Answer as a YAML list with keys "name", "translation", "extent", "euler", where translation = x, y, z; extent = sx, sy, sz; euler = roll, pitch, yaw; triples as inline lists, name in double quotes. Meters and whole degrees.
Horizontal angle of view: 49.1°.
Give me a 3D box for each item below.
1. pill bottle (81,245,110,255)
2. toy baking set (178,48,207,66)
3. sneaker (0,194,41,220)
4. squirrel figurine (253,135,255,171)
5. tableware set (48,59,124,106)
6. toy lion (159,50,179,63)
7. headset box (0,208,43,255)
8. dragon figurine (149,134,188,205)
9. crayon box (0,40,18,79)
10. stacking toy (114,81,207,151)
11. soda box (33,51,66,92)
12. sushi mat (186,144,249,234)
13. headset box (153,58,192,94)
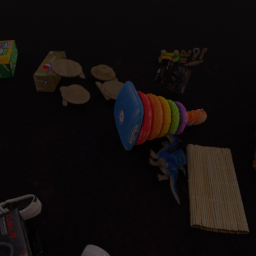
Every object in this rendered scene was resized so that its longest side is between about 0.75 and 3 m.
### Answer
- name: "pill bottle"
  translation: [-0.803, 2.798, 5.051]
  extent: [0.673, 0.673, 1.187]
  euler: [15, 43, 17]
- name: "toy baking set"
  translation: [2.171, -2.365, 9.376]
  extent: [1.045, 0.802, 0.122]
  euler: [-5, 65, 27]
- name: "sneaker"
  translation: [-2.755, 1.892, 6.183]
  extent: [1.609, 0.570, 0.588]
  euler: [-23, 46, -25]
- name: "squirrel figurine"
  translation: [4.117, 0.536, 6.712]
  extent: [2.068, 1.930, 1.463]
  euler: [18, 44, 20]
- name: "tableware set"
  translation: [-1.364, -1.716, 10.247]
  extent: [2.943, 0.341, 2.459]
  euler: [-2, 44, -22]
- name: "toy lion"
  translation: [1.780, -3.029, 12.166]
  extent: [0.908, 0.312, 0.871]
  euler: [0, 48, -1]
- name: "headset box"
  translation: [-2.645, 2.581, 5.222]
  extent: [2.041, 0.788, 1.519]
  euler: [-19, 44, -19]
- name: "dragon figurine"
  translation: [1.207, 0.924, 7.291]
  extent: [1.007, 0.596, 2.026]
  euler: [-13, 41, -15]
- name: "crayon box"
  translation: [-5.425, -2.866, 11.644]
  extent: [1.334, 0.654, 2.246]
  euler: [-8, 41, -9]
- name: "stacking toy"
  translation: [1.131, -0.301, 8.329]
  extent: [2.849, 1.654, 1.564]
  euler: [0, 42, -21]
- name: "soda box"
  translation: [-2.965, -2.227, 10.874]
  extent: [0.657, 0.695, 2.051]
  euler: [4, 40, 4]
- name: "sushi mat"
  translation: [2.152, 1.402, 7.081]
  extent: [1.252, 0.158, 2.616]
  euler: [5, 41, 4]
- name: "headset box"
  translation: [1.615, -1.803, 9.889]
  extent: [1.222, 0.909, 0.472]
  euler: [17, 7, -30]
